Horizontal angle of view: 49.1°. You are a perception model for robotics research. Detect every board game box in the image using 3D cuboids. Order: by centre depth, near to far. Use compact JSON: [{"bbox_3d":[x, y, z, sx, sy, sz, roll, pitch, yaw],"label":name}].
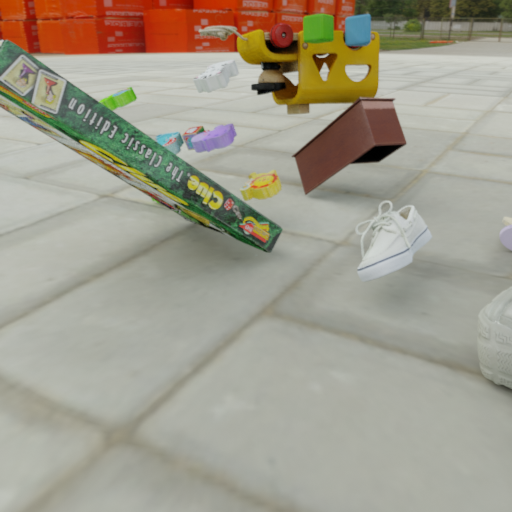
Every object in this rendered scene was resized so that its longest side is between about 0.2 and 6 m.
[{"bbox_3d":[-1.712,-1.299,7.332,2.233,0.500,4.263,19,-9,47],"label":"board game box"}]

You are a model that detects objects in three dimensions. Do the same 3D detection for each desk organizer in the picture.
[{"bbox_3d":[1.631,-1.926,10.186,0.798,0.857,2.225,-8,-12,-30],"label":"desk organizer"}]

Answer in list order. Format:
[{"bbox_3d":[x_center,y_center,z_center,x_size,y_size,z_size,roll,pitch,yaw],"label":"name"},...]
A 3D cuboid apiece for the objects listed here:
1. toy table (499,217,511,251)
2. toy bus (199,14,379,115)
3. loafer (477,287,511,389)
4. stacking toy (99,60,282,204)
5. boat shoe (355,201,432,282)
[{"bbox_3d":[4.066,-0.360,8.375,0.794,0.730,0.465,22,43,4],"label":"toy table"},{"bbox_3d":[0.811,-3.321,10.119,2.856,1.476,2.695,3,15,23],"label":"toy bus"},{"bbox_3d":[3.616,0.418,5.940,3.409,1.192,1.190,-31,27,-35],"label":"loafer"},{"bbox_3d":[-1.139,-1.832,9.198,2.816,2.123,0.662,-2,37,31],"label":"stacking toy"},{"bbox_3d":[1.673,-0.295,7.041,0.666,0.769,1.803,-21,6,41],"label":"boat shoe"}]
